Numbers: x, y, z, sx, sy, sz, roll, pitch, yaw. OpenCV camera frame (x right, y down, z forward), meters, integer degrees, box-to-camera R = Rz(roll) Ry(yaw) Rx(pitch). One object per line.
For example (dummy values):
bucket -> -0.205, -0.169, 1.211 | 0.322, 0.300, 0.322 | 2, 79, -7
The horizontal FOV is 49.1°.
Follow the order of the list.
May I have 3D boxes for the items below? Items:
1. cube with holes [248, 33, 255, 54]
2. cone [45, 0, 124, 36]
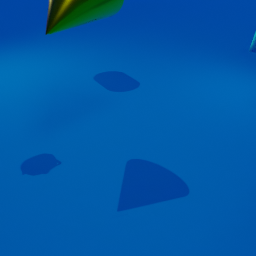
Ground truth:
cube with holes -> 3.571, -1.959, 5.714 | 1.253, 1.253, 1.253 | 0, 24, -34
cone -> -0.978, -1.997, 4.625 | 1.405, 1.405, 1.410 | 16, 62, 22
